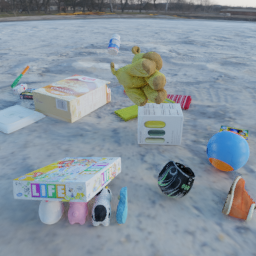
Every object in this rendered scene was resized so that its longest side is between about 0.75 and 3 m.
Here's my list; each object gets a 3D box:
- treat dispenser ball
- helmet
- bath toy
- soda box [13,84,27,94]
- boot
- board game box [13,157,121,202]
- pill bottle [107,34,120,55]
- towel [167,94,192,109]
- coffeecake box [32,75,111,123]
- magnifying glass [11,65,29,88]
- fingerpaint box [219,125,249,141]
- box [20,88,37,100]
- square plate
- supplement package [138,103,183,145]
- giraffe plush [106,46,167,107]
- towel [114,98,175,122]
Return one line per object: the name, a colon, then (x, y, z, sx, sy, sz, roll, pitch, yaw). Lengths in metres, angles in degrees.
treat dispenser ball: (3.170, 0.730, 8.926, 1.290, 1.290, 1.290, 0, 28, 0)
helmet: (1.312, 1.484, 7.857, 1.001, 0.954, 1.001, 31, 18, -11)
bath toy: (-1.153, 1.919, 7.171, 2.271, 0.840, 0.988, -1, 28, -1)
soda box: (-5.981, -2.172, 15.541, 0.318, 0.297, 0.934, 6, 28, 11)
boot: (3.095, 1.906, 7.602, 0.771, 0.539, 1.437, 18, 39, 21)
board game box: (-1.428, 1.269, 7.515, 1.834, 0.467, 2.728, -1, 5, 14)
pill bottle: (-0.667, -4.080, 13.667, 0.540, 0.540, 0.961, 6, 66, 12)
towel: (2.174, -1.342, 14.058, 1.921, 0.216, 1.389, 7, 30, 16)
coffeecake box: (-2.590, -1.523, 13.439, 2.292, 1.091, 2.986, 16, 32, 27)
magnifying glass: (-3.444, -1.638, 8.956, 0.900, 0.101, 0.358, -62, 16, -20)
fingerpaint box: (4.014, 0.315, 10.705, 1.045, 0.383, 0.872, 12, 30, 21)
box: (-4.861, -1.797, 14.857, 1.408, 0.265, 0.961, 3, 28, 6)
square plate: (-5.068, -0.493, 12.361, 2.015, 0.289, 2.034, 17, 32, 30)
supplement package: (1.187, -0.168, 10.701, 1.619, 1.229, 1.220, 1, 28, 2)
giraffe plush: (0.548, -2.009, 10.010, 2.219, 1.914, 1.799, 12, 47, 28)
towel: (0.794, -0.925, 13.093, 2.701, 0.244, 1.163, -19, 27, -22)
